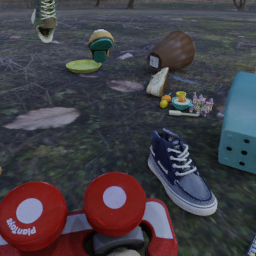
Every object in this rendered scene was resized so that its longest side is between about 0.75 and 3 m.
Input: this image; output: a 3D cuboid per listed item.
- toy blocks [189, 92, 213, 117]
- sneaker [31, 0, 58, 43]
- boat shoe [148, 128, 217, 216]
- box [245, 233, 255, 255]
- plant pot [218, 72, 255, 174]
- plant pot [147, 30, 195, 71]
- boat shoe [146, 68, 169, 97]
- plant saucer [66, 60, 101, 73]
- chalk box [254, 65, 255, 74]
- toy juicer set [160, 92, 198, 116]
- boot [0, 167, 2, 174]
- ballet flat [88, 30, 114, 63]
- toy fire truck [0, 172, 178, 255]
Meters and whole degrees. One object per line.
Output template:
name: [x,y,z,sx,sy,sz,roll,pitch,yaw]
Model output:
toy blocks: [2.759,-0.938,10.577,0.750,0.676,0.803,19,34,31]
sneaker: [-2.336,-3.409,8.214,0.739,2.205,0.990,-14,76,-28]
boat shoe: [1.213,0.913,6.668,0.903,1.121,2.418,-14,31,-24]
box: [2.443,2.387,4.879,0.769,0.234,0.955,23,36,31]
plant pot: [3.559,-0.059,7.882,1.873,1.874,2.651,16,42,27]
plant pot: [2.086,-3.851,14.843,2.044,2.044,2.187,25,45,38]
boat shoe: [1.370,-2.146,12.687,0.773,0.858,2.379,8,35,12]
plant saucer: [-2.442,-3.391,15.526,1.938,0.301,1.938,1,29,0]
chalk box: [6.500,-2.028,12.081,1.878,1.168,1.162,4,29,11]
toy juicer set: [1.867,-0.974,10.802,1.191,0.510,1.873,-4,28,-6]
boot: [-4.573,1.238,6.461,2.183,0.794,2.319,5,26,18]
ballet flat: [-1.014,-3.006,9.837,0.858,0.788,2.499,-4,-3,-11]
toy fire truck: [-0.653,2.168,4.217,2.928,1.642,2.459,-6,53,-9]
